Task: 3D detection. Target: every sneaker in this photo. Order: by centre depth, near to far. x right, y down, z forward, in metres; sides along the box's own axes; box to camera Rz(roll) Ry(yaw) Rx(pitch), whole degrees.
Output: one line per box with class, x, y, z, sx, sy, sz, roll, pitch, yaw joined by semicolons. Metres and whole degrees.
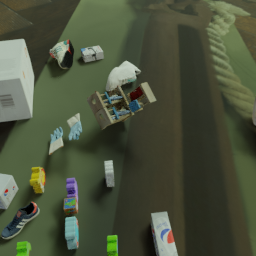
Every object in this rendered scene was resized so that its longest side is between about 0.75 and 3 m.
sneaker;-2.635;2.186;6.759;0.386;0.435;1.031;26;49;25
sneaker;-0.134;-2.017;11.146;0.878;0.746;1.983;28;47;11
sneaker;-3.012;-3.198;12.471;0.973;0.733;2.081;-12;43;9

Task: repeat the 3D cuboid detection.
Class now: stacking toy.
stacking toy;-1.367;2.065;6.804;2.165;0.675;2.871;-5;45;-3

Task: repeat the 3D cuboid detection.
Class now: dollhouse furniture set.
dollhouse furniture set;-0.237;-0.888;8.767;1.140;1.618;1.134;-23;84;-46

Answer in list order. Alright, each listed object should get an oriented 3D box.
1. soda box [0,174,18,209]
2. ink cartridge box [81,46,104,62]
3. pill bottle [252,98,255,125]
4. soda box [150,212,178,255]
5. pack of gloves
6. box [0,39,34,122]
soda box;-3.992;1.525;7.327;1.982;0.631;0.675;8;44;9
ink cartridge box;-1.637;-3.392;12.799;0.904;0.381;0.654;-16;45;-16
pill bottle;5.487;-0.550;8.969;2.515;1.422;1.422;10;44;10
soda box;0.812;2.569;6.353;0.398;0.428;1.255;-4;42;-5
pack of gloves;-1.855;0.219;8.550;1.151;0.270;1.370;-34;29;5
box;-4.255;-1.760;10.064;1.332;1.700;2.733;-8;44;-9
